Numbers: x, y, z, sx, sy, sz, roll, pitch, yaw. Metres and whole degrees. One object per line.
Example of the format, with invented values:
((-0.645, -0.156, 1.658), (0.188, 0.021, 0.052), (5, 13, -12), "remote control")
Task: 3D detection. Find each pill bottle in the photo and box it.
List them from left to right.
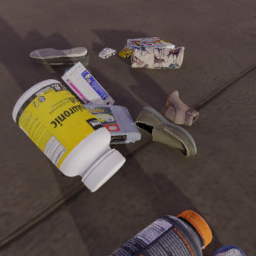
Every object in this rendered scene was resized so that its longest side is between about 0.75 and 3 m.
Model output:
((-1.439, 0.224, 7.144), (2.802, 1.559, 1.559), (45, 52, 8), "pill bottle")
((0.651, 2.675, 5.791), (2.379, 1.264, 1.264), (-26, 46, -28), "pill bottle")

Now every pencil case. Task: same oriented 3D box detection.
((1.399, -3.377, 13.204), (2.474, 0.963, 1.107), (2, 83, 4), "pencil case")

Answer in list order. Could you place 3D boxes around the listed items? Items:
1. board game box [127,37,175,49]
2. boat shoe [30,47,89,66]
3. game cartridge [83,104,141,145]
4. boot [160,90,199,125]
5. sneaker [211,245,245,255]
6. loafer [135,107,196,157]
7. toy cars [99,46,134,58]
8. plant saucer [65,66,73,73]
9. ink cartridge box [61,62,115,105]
((1.188, -4.284, 14.591), (2.146, 0.371, 1.355), (-16, 42, -32), "board game box")
((-3.291, -3.315, 13.512), (2.851, 0.812, 0.953), (0, 43, 7), "boat shoe")
((-1.090, -0.145, 9.436), (2.691, 0.550, 1.791), (-3, 35, -21), "game cartridge")
((2.015, -0.719, 10.470), (1.291, 0.620, 1.765), (23, 46, 16), "boot")
((1.647, 3.161, 5.290), (0.997, 1.167, 2.649), (27, 46, 31), "sneaker")
((1.145, 0.241, 9.048), (0.813, 0.878, 2.335), (-40, 59, -22), "loafer")
((-0.543, -3.964, 14.415), (1.948, 0.431, 0.873), (-4, 40, -5), "toy cars")
((-2.498, -2.676, 13.105), (0.950, 0.130, 0.950), (0, 39, 0), "plant saucer")
((-1.467, -1.448, 10.682), (2.118, 0.393, 1.003), (46, 43, -13), "ink cartridge box")
